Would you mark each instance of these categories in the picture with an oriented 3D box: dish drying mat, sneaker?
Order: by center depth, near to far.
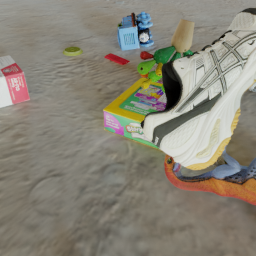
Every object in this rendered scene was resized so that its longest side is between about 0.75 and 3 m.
[{"bbox_3d":[1.160,-0.838,4.048,1.216,1.049,2.774,30,73,0],"label":"sneaker"},{"bbox_3d":[-0.470,-2.880,11.730,1.129,0.103,0.434,31,47,34],"label":"dish drying mat"}]

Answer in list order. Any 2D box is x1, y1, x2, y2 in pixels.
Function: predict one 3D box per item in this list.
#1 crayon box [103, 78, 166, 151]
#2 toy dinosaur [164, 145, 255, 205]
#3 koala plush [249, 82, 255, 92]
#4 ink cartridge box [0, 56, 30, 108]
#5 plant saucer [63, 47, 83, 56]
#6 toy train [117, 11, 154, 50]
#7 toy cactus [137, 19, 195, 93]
[{"bbox_3d":[0.988,-0.396,7.750,2.570,0.749,2.218,18,41,24],"label":"crayon box"},{"bbox_3d":[2.000,0.868,5.184,2.629,1.521,2.897,-20,29,14],"label":"toy dinosaur"},{"bbox_3d":[5.024,-1.514,8.874,1.774,1.838,2.000,37,71,27],"label":"koala plush"},{"bbox_3d":[-4.619,-1.329,8.796,2.437,1.017,1.769,-21,41,-26],"label":"ink cartridge box"},{"bbox_3d":[-2.463,-3.440,12.465,0.898,0.140,0.898,0,35,0],"label":"plant saucer"},{"bbox_3d":[0.307,-4.665,13.276,1.645,1.248,2.879,-6,36,2],"label":"toy train"},{"bbox_3d":[1.067,-1.578,6.277,1.953,1.611,0.999,3,26,-26],"label":"toy cactus"}]
